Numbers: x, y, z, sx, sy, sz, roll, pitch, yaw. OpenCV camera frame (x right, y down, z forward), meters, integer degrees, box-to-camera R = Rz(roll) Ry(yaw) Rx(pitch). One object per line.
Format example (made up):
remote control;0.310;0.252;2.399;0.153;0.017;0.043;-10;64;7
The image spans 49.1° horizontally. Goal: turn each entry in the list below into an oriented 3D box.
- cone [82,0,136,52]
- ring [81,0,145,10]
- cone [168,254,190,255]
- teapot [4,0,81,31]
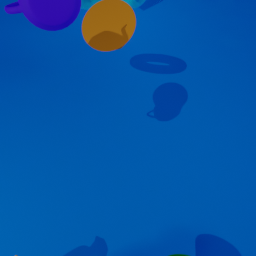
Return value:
cone;-0.229;-1.632;5.041;0.927;0.930;0.927;-2;81;12
ring;-0.423;-2.638;5.538;1.602;1.602;0.320;0;97;0
cone;0.713;2.483;3.771;1.027;1.031;1.027;11;23;-5
teapot;-0.915;-1.595;3.389;1.170;0.727;0.573;-22;40;-9
